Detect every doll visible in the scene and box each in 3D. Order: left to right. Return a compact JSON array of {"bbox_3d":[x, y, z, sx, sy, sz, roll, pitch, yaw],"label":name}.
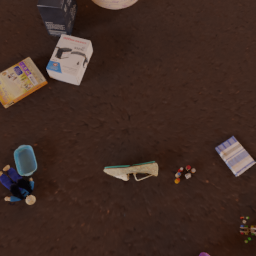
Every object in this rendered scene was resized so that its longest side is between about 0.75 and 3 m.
[{"bbox_3d":[-4.006,2.161,10.148,1.674,0.406,1.142,41,65,7],"label":"doll"}]

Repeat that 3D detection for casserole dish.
[{"bbox_3d":[-3.837,1.238,10.574,0.748,0.240,1.235,-21,69,-4],"label":"casserole dish"}]

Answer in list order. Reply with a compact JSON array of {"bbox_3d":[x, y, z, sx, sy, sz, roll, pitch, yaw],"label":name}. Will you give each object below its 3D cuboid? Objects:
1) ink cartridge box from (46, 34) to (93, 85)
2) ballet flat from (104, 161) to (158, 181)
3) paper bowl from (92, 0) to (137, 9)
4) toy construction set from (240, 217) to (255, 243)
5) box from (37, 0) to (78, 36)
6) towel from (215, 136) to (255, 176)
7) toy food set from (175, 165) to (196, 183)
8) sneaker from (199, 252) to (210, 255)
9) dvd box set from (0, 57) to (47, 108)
[{"bbox_3d":[-2.436,-2.915,11.870,1.333,0.769,1.837,15,70,6],"label":"ink cartridge box"},{"bbox_3d":[0.126,1.629,10.239,2.014,0.679,0.628,-6,80,-2],"label":"ballet flat"},{"bbox_3d":[-0.598,-6.640,12.944,2.685,1.397,2.685,0,69,0],"label":"paper bowl"},{"bbox_3d":[4.215,3.440,9.681,0.664,0.612,0.797,-35,60,25],"label":"toy construction set"},{"bbox_3d":[-3.001,-5.292,12.215,1.070,1.822,1.792,7,69,3],"label":"box"},{"bbox_3d":[4.098,1.059,10.704,0.983,0.159,1.339,-31,72,-12],"label":"towel"},{"bbox_3d":[2.088,1.661,10.343,0.893,0.402,0.426,-26,71,-9],"label":"toy food set"},{"bbox_3d":[1.479,4.955,8.764,1.272,1.157,2.878,40,75,21],"label":"sneaker"},{"bbox_3d":[-4.624,-1.932,11.760,2.012,0.296,1.472,-35,73,-13],"label":"dvd box set"}]
